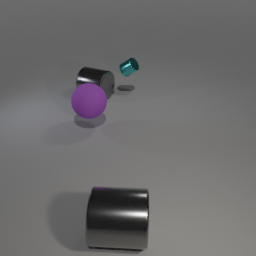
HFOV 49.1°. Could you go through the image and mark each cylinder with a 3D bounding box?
[{"bbox_3d":[0.060,-2.933,13.523,0.700,0.700,0.700,-22,17,37],"label":"cylinder"},{"bbox_3d":[-1.572,-2.187,13.670,1.400,1.400,1.400,15,35,22],"label":"cylinder"},{"bbox_3d":[-0.212,2.154,6.791,1.400,1.400,1.400,2,32,3],"label":"cylinder"}]

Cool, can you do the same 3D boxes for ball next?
[{"bbox_3d":[-1.530,-1.059,11.049,1.400,1.400,1.400,0,32,0],"label":"ball"}]
